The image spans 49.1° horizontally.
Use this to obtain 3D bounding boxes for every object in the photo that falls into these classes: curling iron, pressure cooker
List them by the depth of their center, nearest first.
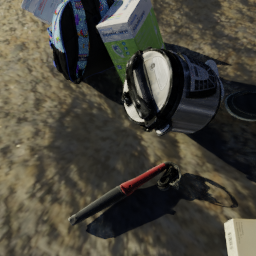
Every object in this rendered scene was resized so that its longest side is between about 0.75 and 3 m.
[{"bbox_3d":[0.020,1.464,6.321,2.843,0.363,0.705,-20,40,-16],"label":"curling iron"},{"bbox_3d":[0.915,-0.853,6.854,2.225,1.988,1.957,8,17,-35],"label":"pressure cooker"}]

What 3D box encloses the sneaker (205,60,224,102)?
[{"bbox_3d":[2.329,-1.230,8.052,0.517,0.607,1.373,11,65,-32],"label":"sneaker"}]

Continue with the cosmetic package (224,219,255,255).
[{"bbox_3d":[2.778,2.255,5.528,1.524,0.557,0.789,1,61,0],"label":"cosmetic package"}]

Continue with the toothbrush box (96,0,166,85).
[{"bbox_3d":[0.258,-2.435,8.147,0.992,2.304,1.678,2,50,28],"label":"toothbrush box"}]

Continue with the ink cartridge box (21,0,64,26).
[{"bbox_3d":[-2.382,-4.227,9.887,2.320,0.783,1.351,26,96,-5],"label":"ink cartridge box"}]

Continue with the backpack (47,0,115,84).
[{"bbox_3d":[-1.329,-2.860,8.415,2.189,2.398,1.613,-30,47,-25],"label":"backpack"}]

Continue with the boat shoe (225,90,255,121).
[{"bbox_3d":[3.823,-0.658,7.451,2.445,0.811,0.914,8,72,-13],"label":"boat shoe"}]
